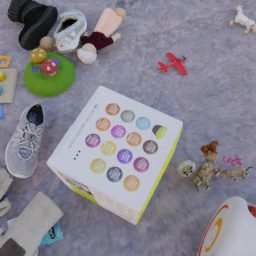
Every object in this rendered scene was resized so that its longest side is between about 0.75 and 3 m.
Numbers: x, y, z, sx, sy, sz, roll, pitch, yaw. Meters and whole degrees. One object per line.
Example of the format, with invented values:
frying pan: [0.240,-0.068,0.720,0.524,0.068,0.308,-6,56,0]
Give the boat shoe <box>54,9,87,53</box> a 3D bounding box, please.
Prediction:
boat shoe: [-2.046,-3.571,9.808,0.874,0.761,2.372,-4,49,15]

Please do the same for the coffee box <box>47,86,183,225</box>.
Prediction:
coffee box: [-0.204,0.776,6.996,2.241,2.266,2.262,25,67,12]

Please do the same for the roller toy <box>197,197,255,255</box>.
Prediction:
roller toy: [2.594,2.717,6.080,1.601,2.292,2.090,26,57,12]

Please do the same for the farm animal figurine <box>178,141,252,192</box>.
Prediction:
farm animal figurine: [2.299,1.060,7.559,1.500,0.782,1.483,43,101,-9]

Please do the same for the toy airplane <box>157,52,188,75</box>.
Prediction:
toy airplane: [1.524,-2.215,9.668,1.185,0.218,1.185,0,62,0]

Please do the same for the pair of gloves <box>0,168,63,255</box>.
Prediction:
pair of gloves: [-3.262,2.448,6.994,2.942,0.516,2.502,23,70,25]

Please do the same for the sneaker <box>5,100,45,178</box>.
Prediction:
sneaker: [-2.826,0.225,7.807,0.868,0.952,2.323,13,57,-25]

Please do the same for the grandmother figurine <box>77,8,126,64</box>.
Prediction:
grandmother figurine: [-1.039,-3.246,9.897,1.514,0.756,2.497,6,58,34]

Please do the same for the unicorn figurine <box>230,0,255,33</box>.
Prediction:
unicorn figurine: [4.293,-4.075,10.508,0.941,0.506,1.370,-39,84,-28]

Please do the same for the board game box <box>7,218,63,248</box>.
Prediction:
board game box: [-2.380,2.614,7.193,1.195,0.280,0.902,-20,65,-10]

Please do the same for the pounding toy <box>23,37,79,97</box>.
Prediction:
pounding toy: [-2.576,-2.201,9.197,1.731,1.041,2.242,15,65,7]

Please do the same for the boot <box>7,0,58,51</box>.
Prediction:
boot: [-3.735,-3.829,10.137,1.643,0.827,2.197,21,59,7]

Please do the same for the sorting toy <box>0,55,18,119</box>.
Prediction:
sorting toy: [-4.485,-1.435,9.193,1.483,0.359,2.633,-2,63,-1]
